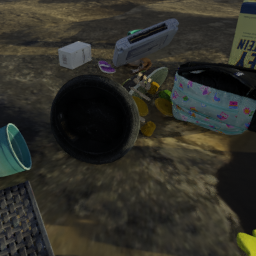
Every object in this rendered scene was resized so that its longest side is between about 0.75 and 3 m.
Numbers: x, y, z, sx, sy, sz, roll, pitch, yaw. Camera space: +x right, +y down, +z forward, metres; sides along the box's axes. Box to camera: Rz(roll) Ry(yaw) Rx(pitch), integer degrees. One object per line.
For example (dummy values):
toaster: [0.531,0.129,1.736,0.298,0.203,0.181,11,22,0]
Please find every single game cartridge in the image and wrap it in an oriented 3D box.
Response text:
game cartridge: [0.594,-3.156,10.591,2.498,1.662,0.511,-26,80,-12]

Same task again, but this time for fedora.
fedora: [-0.748,-0.226,7.172,2.377,2.377,1.086,12,6,16]

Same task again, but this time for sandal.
sandal: [-0.920,-2.542,11.437,0.499,0.302,1.227,-18,39,-24]

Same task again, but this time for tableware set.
tableware set: [0.682,-0.679,8.489,1.626,0.370,2.413,30,39,-9]

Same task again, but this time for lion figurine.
lion figurine: [0.303,-2.802,11.580,2.149,0.779,1.316,38,40,23]

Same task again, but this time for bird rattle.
bird rattle: [2.219,2.579,3.885,2.251,1.268,1.835,26,53,12]

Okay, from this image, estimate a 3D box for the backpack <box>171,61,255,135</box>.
backpack: [2.576,-0.895,7.843,2.777,1.758,2.318,18,26,22]

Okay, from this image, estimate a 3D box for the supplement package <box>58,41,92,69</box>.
supplement package: [-2.223,-3.086,11.837,0.734,0.731,1.251,21,41,27]

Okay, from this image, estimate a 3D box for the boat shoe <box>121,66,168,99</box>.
boat shoe: [0.551,-1.615,9.671,0.693,0.820,2.301,28,46,28]

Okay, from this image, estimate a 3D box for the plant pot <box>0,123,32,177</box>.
plant pot: [-2.954,0.625,6.366,1.069,1.137,1.137,-23,39,-5]

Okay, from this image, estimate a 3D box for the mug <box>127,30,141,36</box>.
mug: [0.563,-4.310,13.590,0.939,0.707,1.143,-11,36,-13]

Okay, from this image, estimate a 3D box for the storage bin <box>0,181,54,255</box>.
storage bin: [-1.425,2.171,3.504,1.212,1.747,2.585,-18,39,-23]

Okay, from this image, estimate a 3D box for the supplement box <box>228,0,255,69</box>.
supplement box: [4.778,-2.986,9.760,1.974,2.941,2.938,15,38,20]
